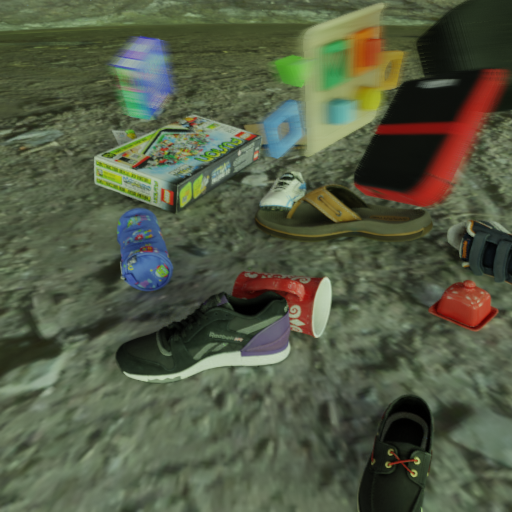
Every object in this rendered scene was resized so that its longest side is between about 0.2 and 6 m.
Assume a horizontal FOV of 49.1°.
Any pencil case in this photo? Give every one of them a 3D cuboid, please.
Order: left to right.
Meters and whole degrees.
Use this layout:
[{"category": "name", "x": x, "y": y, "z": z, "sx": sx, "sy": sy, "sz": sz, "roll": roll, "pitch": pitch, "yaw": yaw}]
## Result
[{"category": "pencil case", "x": -2.047, "y": -0.125, "z": 9.982, "sx": 0.877, "sy": 0.788, "sz": 2.019, "roll": -19, "pitch": 32, "yaw": -7}]

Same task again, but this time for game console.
[{"category": "game console", "x": 1.460, "y": -1.066, "z": 5.051, "sx": 0.213, "sy": 1.215, "sz": 1.374, "roll": 28, "pitch": 2, "yaw": -21}]

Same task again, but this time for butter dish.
[{"category": "butter dish", "x": 3.248, "y": 0.665, "z": 8.678, "sx": 0.845, "sy": 0.625, "sz": 0.843, "roll": 25, "pitch": 38, "yaw": 38}]

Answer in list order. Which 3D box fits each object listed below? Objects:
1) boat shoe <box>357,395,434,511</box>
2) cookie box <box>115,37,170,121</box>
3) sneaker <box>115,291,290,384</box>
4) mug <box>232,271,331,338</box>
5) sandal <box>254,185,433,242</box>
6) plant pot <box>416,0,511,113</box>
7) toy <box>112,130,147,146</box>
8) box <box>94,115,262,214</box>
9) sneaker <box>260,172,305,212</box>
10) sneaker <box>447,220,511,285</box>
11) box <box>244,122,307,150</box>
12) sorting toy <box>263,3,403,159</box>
[{"category": "boat shoe", "x": 1.492, "y": 2.204, "z": 5.926, "sx": 0.662, "sy": 0.567, "sz": 1.809, "roll": 11, "pitch": 32, "yaw": 19}, {"category": "cookie box", "x": -1.892, "y": -2.988, "z": 9.475, "sx": 0.390, "sy": 1.039, "sz": 0.888, "roll": 16, "pitch": 56, "yaw": 15}, {"category": "sneaker", "x": -0.722, "y": 0.965, "z": 7.659, "sx": 2.414, "sy": 1.057, "sz": 0.914, "roll": -8, "pitch": 29, "yaw": -14}, {"category": "mug", "x": 0.350, "y": 0.557, "z": 8.382, "sx": 1.333, "sy": 1.183, "sz": 0.889, "roll": 8, "pitch": 41, "yaw": 23}, {"category": "sandal", "x": 1.694, "y": -0.916, "z": 11.162, "sx": 3.498, "sy": 0.955, "sz": 1.429, "roll": 5, "pitch": 28, "yaw": 22}, {"category": "plant pot", "x": 3.534, "y": -3.128, "z": 8.689, "sx": 1.525, "sy": 1.719, "sz": 1.714, "roll": -16, "pitch": 1, "yaw": -9}, {"category": "toy", "x": -3.132, "y": -2.652, "z": 14.806, "sx": 1.005, "sy": 0.412, "sz": 1.745, "roll": -3, "pitch": 50, "yaw": -33}, {"category": "box", "x": -1.779, "y": -2.447, "z": 14.014, "sx": 2.292, "sy": 0.723, "sz": 4.164, "roll": 20, "pitch": 34, "yaw": 18}, {"category": "sneaker", "x": 0.535, "y": -1.323, "z": 11.546, "sx": 0.694, "sy": 0.700, "sz": 1.931, "roll": 3, "pitch": 18, "yaw": 18}, {"category": "sneaker", "x": 4.133, "y": -0.006, "z": 9.636, "sx": 0.939, "sy": 0.928, "sz": 2.366, "roll": 0, "pitch": 17, "yaw": -10}, {"category": "box", "x": 0.606, "y": -3.679, "z": 17.146, "sx": 1.768, "sy": 0.230, "sz": 2.163, "roll": -4, "pitch": 29, "yaw": -6}, {"category": "sorting toy", "x": 1.625, "y": -2.980, "z": 9.604, "sx": 0.538, "sy": 2.224, "sz": 3.951, "roll": 27, "pitch": 46, "yaw": 34}]
